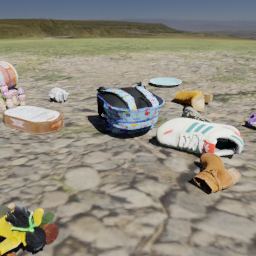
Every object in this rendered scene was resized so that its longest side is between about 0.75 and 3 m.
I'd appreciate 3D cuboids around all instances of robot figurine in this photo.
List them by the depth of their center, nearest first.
[{"bbox_3d":[-3.448,-1.647,13.915,0.949,0.632,1.120,-12,25,-35],"label":"robot figurine"}]

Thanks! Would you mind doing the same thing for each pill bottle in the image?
[{"bbox_3d":[-7.241,-2.396,14.418,1.636,1.636,2.917,7,24,17],"label":"pill bottle"}]

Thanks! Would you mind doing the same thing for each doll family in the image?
[{"bbox_3d":[-2.225,2.040,4.708,1.554,1.055,2.689,14,31,22],"label":"doll family"}]

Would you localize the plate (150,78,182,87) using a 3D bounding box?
[{"bbox_3d":[2.296,-2.765,17.111,1.950,0.249,1.950,1,23,0],"label":"plate"}]

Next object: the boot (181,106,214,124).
[{"bbox_3d":[2.400,0.026,10.033,1.446,0.522,1.093,38,65,3],"label":"boot"}]

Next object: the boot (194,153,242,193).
[{"bbox_3d":[2.120,1.159,7.385,1.065,0.507,1.377,-17,25,-26],"label":"boot"}]

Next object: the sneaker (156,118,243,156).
[{"bbox_3d":[2.212,0.342,8.692,2.712,0.955,1.268,6,18,7],"label":"sneaker"}]

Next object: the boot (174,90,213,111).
[{"bbox_3d":[2.848,-1.318,13.142,1.602,0.788,2.238,9,20,34],"label":"boot"}]

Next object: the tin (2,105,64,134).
[{"bbox_3d":[-3.781,-0.382,11.075,2.709,0.567,1.517,13,30,28],"label":"tin"}]

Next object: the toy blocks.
[{"bbox_3d":[-5.664,-1.525,12.677,1.610,1.355,1.505,-18,29,-37],"label":"toy blocks"}]

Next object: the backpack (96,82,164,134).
[{"bbox_3d":[0.138,-0.615,10.145,2.182,1.608,2.390,-9,24,-22],"label":"backpack"}]

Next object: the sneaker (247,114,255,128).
[{"bbox_3d":[5.273,-0.459,11.051,1.729,0.697,0.722,-21,25,-39],"label":"sneaker"}]
